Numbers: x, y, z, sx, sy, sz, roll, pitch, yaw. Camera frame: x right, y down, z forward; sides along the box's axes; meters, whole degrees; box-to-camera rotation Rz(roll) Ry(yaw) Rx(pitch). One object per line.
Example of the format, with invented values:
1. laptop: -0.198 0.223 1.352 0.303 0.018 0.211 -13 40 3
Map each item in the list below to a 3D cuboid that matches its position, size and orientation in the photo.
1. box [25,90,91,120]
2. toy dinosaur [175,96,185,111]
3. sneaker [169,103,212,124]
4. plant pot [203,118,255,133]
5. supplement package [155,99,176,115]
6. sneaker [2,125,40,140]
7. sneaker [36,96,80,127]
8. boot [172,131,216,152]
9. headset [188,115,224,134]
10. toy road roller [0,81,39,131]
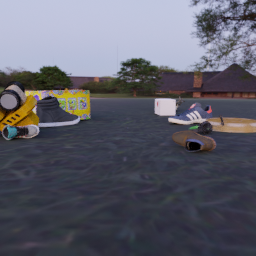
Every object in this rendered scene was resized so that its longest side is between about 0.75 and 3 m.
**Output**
1. box: -3.455 -1.113 13.746 2.297 1.455 2.384 -8 11 -41
2. toy dinosaur: 3.458 -1.640 19.844 0.617 1.146 2.599 43 12 0
3. sneaker: 2.759 -0.654 12.376 2.140 0.905 0.802 -4 9 -22
4. plant pot: 4.019 -0.155 10.860 2.423 0.333 2.423 0 7 0
5. supplement package: 2.209 -1.271 16.815 0.923 0.935 1.542 -1 7 -7
6. sneaker: -3.261 0.108 8.308 1.099 0.460 0.664 -6 1 13
7. sneaker: -2.886 -0.741 11.806 0.878 1.232 2.484 2 7 29
8. boot: 1.495 0.315 6.922 1.205 0.450 0.584 9 10 41
9. headset: 2.648 -0.096 9.536 1.190 0.559 0.735 -10 6 14
10. toy road roller: -3.921 -0.332 9.136 2.181 1.592 1.340 -34 26 4
